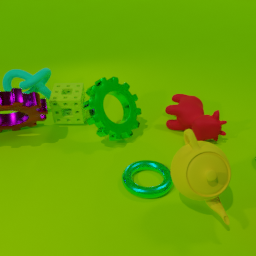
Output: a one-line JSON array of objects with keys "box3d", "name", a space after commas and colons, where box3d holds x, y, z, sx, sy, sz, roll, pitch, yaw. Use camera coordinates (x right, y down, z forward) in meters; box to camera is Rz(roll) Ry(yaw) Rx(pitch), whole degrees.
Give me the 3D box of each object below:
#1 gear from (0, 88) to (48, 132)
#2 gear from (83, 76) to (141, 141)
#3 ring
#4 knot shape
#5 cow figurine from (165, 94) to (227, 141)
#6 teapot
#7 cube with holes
[{"box3d": [-3.043, -0.392, 6.994, 1.976, 1.976, 0.365, -8, 74, -14], "name": "gear"}, {"box3d": [-0.363, -0.495, 7.207, 1.627, 1.627, 0.301, -31, 9, -41], "name": "gear"}, {"box3d": [0.419, 1.071, 6.022, 1.118, 0.224, 1.118, 0, 31, 0], "name": "ring"}, {"box3d": [-3.097, -1.331, 8.684, 1.471, 1.572, 0.727, -3, 73, -10], "name": "knot shape"}, {"box3d": [1.882, -0.322, 7.704, 1.664, 0.929, 1.692, 6, 35, 22], "name": "cow figurine"}, {"box3d": [1.351, 0.830, 4.945, 1.083, 1.741, 0.853, -22, 1, -4], "name": "teapot"}, {"box3d": [-1.705, -0.709, 8.110, 0.849, 0.849, 0.849, -1, 42, -1], "name": "cube with holes"}]
